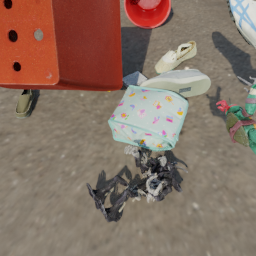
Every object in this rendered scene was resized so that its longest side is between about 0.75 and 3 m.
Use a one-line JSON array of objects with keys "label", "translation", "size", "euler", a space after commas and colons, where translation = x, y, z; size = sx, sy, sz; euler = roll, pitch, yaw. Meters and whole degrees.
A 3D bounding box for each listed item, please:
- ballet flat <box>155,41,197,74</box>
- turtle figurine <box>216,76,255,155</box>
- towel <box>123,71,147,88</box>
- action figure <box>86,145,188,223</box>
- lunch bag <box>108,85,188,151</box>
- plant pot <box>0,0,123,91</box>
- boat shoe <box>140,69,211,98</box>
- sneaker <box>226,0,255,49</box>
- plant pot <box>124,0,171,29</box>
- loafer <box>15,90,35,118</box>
[{"label": "ballet flat", "translation": [1.840, -2.819, 10.881], "size": [2.143, 0.668, 0.723], "euler": [-34, 53, -26]}, {"label": "turtle figurine", "translation": [2.050, -0.006, 4.551], "size": [0.821, 1.221, 1.630], "euler": [-30, 47, 17]}, {"label": "towel", "translation": [0.239, -1.688, 10.141], "size": [0.755, 0.323, 0.625], "euler": [-31, 54, -22]}, {"label": "action figure", "translation": [0.347, 1.266, 6.947], "size": [2.522, 1.287, 1.499], "euler": [-26, 43, -19]}, {"label": "lunch bag", "translation": [0.678, -0.274, 8.255], "size": [1.957, 1.193, 1.667], "euler": [14, 56, 20]}, {"label": "plant pot", "translation": [-1.928, -2.194, 6.713], "size": [2.898, 2.900, 2.556], "euler": [4, 17, 17]}, {"label": "boat shoe", "translation": [1.536, -1.532, 9.707], "size": [2.603, 0.908, 0.927], "euler": [-9, 42, -15]}, {"label": "sneaker", "translation": [3.305, -2.408, 6.779], "size": [1.054, 1.045, 2.909], "euler": [-34, 64, 27]}, {"label": "plant pot", "translation": [0.920, -5.889, 12.797], "size": [2.089, 2.089, 1.848], "euler": [4, 40, 4]}, {"label": "loafer", "translation": [-3.471, -0.889, 9.322], "size": [0.517, 0.479, 1.376], "euler": [-3, 49, -3]}]
